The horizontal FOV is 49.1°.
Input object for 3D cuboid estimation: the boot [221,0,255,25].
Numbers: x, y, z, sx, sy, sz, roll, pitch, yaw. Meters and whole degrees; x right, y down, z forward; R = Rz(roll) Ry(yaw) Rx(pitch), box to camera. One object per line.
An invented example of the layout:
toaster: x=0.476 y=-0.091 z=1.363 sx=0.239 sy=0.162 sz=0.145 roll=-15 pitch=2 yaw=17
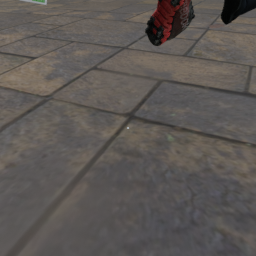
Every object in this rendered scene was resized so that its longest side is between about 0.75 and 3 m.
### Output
boot: x=3.223 y=-3.539 z=7.632 sx=1.161 sy=1.381 sz=0.528 roll=-31 pitch=77 yaw=-1

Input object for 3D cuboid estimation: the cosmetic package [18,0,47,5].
cosmetic package: x=-3.581 y=-4.580 z=8.760 sx=1.962 sy=1.056 sz=0.832 roll=-13 pitch=34 yaw=-43

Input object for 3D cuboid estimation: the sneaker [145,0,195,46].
sneaker: x=1.462 y=-3.649 z=8.298 sx=1.310 sy=2.681 sz=0.948 roll=-22 pitch=68 yaw=-24
